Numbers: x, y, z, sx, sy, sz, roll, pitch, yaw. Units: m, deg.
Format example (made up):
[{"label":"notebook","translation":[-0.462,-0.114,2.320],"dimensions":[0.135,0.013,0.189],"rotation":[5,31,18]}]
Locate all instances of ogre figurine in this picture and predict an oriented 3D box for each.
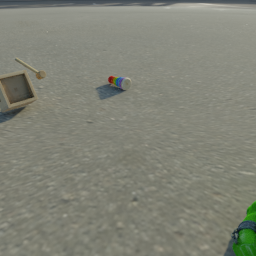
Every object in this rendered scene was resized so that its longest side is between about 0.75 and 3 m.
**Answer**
[{"label":"ogre figurine","translation":[2.870,1.294,4.627],"dimensions":[1.228,2.502,1.500],"rotation":[41,8,10]}]

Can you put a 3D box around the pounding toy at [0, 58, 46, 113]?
[{"label":"pounding toy","translation":[-3.796,-1.590,9.837],"dimensions":[1.782,1.565,0.815],"rotation":[-27,8,-41]}]

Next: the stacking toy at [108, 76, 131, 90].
[{"label":"stacking toy","translation":[-0.429,-1.981,11.874],"dimensions":[0.519,0.519,1.217],"rotation":[-23,33,-35]}]
